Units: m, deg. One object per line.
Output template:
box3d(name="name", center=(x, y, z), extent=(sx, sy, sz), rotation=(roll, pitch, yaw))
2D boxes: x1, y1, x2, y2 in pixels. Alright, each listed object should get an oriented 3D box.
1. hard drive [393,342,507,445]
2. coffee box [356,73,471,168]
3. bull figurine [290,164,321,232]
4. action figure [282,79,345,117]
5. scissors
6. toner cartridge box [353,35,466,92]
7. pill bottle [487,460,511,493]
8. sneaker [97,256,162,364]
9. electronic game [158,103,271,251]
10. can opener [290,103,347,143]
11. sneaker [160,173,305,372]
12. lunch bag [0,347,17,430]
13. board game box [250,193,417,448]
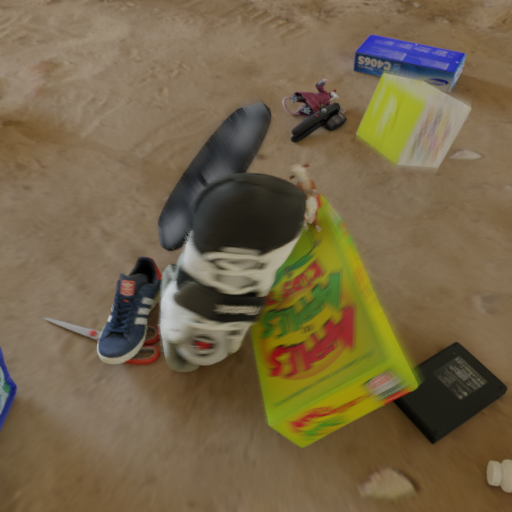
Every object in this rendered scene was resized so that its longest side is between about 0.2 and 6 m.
box3d(name="hard drive", center=(2.420, 1.716, 7.175), extent=(1.275, 0.210, 0.890), rotation=(-24, 50, -22))
box3d(name="coffee box", center=(2.590, -2.247, 9.363), extent=(1.114, 1.125, 1.126), rotation=(-3, 38, -35))
box3d(name="bull figurine", center=(0.646, -0.741, 7.233), extent=(0.299, 0.917, 0.557), rotation=(-14, 33, 3))
box3d(name="action figure", center=(1.331, -3.295, 12.085), extent=(1.202, 0.805, 0.895), rotation=(-29, 12, -38))
box3d(name="scissors", center=(-2.201, 1.160, 7.795), extent=(1.827, 0.127, 0.668), rotation=(5, 45, 4))
box3d(name="toner cartridge box", center=(3.621, -4.596, 13.300), extent=(2.359, 0.509, 1.121), rotation=(20, 49, 20))
box3d(name="pill bottle", center=(2.955, 2.495, 6.298), extent=(0.628, 0.349, 0.349), rotation=(7, 45, 8))
box3d(name="sneaker", center=(-1.769, 0.674, 7.735), extent=(0.641, 0.723, 1.711), rotation=(5, 41, 7))
box3d(name="electronic game", center=(-0.605, -1.108, 7.817), extent=(0.505, 2.428, 2.428), rotation=(35, 43, -19))
box3d(name="can opener", center=(1.244, -2.751, 11.496), extent=(1.415, 0.449, 0.556), rotation=(-30, 53, -27))
box3d(name="sneaker", center=(-0.359, 0.422, 6.451), extent=(1.267, 3.419, 1.513), rotation=(11, 59, -14))
box3d(name="lunch bag", center=(-3.964, 1.928, 6.151), extent=(1.834, 1.375, 2.157), rotation=(0, 35, 0))
box3d(name="board game box", center=(0.710, 0.660, 7.172), extent=(1.542, 0.723, 3.035), rotation=(-33, 38, 16))
